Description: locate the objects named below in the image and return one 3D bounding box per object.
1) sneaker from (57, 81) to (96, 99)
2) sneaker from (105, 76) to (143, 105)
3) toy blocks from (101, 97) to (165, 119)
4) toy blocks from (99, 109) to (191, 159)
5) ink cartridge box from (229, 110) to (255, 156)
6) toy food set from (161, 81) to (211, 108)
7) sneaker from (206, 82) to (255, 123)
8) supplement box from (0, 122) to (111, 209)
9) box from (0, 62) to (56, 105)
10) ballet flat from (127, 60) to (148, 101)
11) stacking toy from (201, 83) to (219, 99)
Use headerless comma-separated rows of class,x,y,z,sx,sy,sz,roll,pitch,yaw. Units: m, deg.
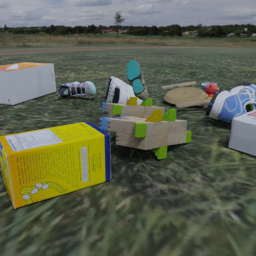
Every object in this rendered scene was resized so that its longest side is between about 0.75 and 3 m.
sneaker,-2.196,-1.446,11.242,1.270,0.706,1.815,-18,17,-38
sneaker,-0.187,-1.251,10.430,1.075,0.997,2.652,8,20,-18
toy blocks,0.097,-0.448,8.208,1.896,0.947,1.296,1,8,-31
toy blocks,0.328,0.051,6.599,1.474,1.078,2.156,8,8,40
ink cartridge box,3.598,0.177,6.400,1.632,0.780,1.859,-17,26,-39
toy food set,2.239,-1.111,10.673,1.714,0.498,2.483,-8,26,-2
sneaker,3.549,-0.678,8.763,1.115,1.096,2.894,34,38,30
supplement box,-1.295,0.569,5.047,1.754,0.961,0.955,-11,21,-30
box,-4.453,-1.914,11.517,1.630,1.278,2.621,8,21,21
ballet flat,0.157,-0.723,4.415,0.263,0.292,0.776,-25,52,15
stacking toy,3.743,-1.604,11.583,1.422,0.663,1.570,1,20,5
